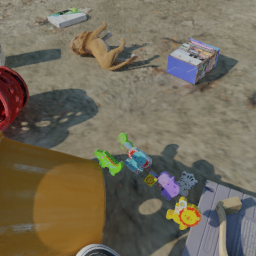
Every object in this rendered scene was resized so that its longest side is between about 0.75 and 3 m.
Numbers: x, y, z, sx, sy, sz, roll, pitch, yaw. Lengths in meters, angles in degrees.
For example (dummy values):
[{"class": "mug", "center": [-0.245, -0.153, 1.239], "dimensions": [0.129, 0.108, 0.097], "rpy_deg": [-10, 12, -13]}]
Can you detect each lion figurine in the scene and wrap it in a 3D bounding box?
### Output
[{"class": "lion figurine", "center": [-0.971, -2.852, 10.363], "dimensions": [1.610, 0.953, 2.629], "rpy_deg": [-41, 61, -4]}]

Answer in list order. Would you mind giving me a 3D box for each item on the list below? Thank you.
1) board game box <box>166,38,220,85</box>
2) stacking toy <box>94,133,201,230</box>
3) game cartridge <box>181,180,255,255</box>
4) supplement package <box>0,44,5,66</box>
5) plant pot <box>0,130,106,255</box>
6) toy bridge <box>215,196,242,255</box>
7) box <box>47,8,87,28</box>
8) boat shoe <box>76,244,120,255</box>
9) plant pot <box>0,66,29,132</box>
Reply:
[{"class": "board game box", "center": [2.327, -2.425, 10.083], "dimensions": [1.229, 0.747, 1.542], "rpy_deg": [32, 53, 27]}, {"class": "stacking toy", "center": [0.517, 0.912, 5.856], "dimensions": [2.271, 0.534, 1.713], "rpy_deg": [37, 15, 4]}, {"class": "game cartridge", "center": [2.027, 2.448, 5.499], "dimensions": [1.768, 0.524, 2.728], "rpy_deg": [22, 49, 15]}, {"class": "supplement package", "center": [-5.075, -2.886, 10.033], "dimensions": [0.859, 1.465, 0.856], "rpy_deg": [-9, 46, -9]}, {"class": "plant pot", "center": [-1.867, 1.452, 5.103], "dimensions": [2.610, 2.851, 2.851], "rpy_deg": [5, 43, -18]}, {"class": "toy bridge", "center": [2.171, 2.461, 4.958], "dimensions": [0.857, 0.347, 2.550], "rpy_deg": [-10, 47, -9]}, {"class": "box", "center": [-2.856, -5.192, 13.155], "dimensions": [1.488, 0.270, 1.074], "rpy_deg": [-30, 53, -28]}, {"class": "boat shoe", "center": [0.091, 2.947, 3.920], "dimensions": [0.964, 0.913, 2.757], "rpy_deg": [-21, 75, -24]}, {"class": "plant pot", "center": [-3.733, -0.890, 7.820], "dimensions": [1.669, 1.669, 1.520], "rpy_deg": [6, 32, 6]}]
